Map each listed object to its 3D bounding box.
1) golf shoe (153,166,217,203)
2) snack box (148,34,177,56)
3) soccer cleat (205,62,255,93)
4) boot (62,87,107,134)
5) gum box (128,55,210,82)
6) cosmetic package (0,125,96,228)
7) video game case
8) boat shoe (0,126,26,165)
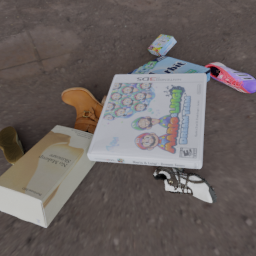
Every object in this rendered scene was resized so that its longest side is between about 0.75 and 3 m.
[{"bbox_3d":[1.386,1.454,7.044,0.826,0.679,1.748,-36,43,-21],"label":"golf shoe"},{"bbox_3d":[1.255,-3.072,10.416,0.775,0.311,0.919,-47,33,2],"label":"snack box"},{"bbox_3d":[3.512,-1.715,9.647,0.723,0.674,1.977,-14,41,-40],"label":"soccer cleat"},{"bbox_3d":[-1.421,-0.443,8.727,1.973,0.727,1.526,11,56,14],"label":"boot"},{"bbox_3d":[1.287,-1.644,9.017,1.718,0.450,2.022,-34,44,-28],"label":"gum box"},{"bbox_3d":[-1.849,1.021,6.847,1.318,0.891,2.506,13,35,15],"label":"cosmetic package"},{"bbox_3d":[0.598,-0.348,7.190,2.652,0.345,2.913,2,52,16],"label":"video game case"},{"bbox_3d":[-3.279,0.568,7.972,0.599,0.530,1.635,-29,45,-11],"label":"boat shoe"}]
